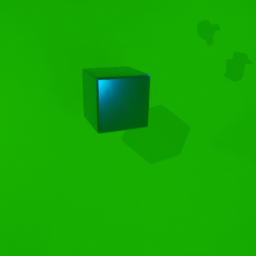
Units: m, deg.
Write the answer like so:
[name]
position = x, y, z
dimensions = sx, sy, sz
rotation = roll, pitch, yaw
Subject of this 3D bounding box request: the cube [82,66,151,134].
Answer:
[cube]
position = -0.275, -0.630, 5.820
dimensions = 1.097, 1.097, 1.097
rotation = -8, 113, -21
